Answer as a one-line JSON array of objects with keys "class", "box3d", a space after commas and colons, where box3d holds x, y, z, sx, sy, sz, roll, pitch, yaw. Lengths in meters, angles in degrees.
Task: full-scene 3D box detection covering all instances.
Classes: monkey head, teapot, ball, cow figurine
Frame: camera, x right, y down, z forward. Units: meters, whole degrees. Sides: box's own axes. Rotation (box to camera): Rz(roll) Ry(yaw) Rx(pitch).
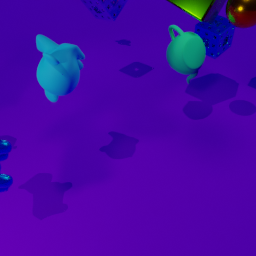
[{"class": "monkey head", "box3d": [-1.400, -1.155, 5.215, 1.109, 1.542, 0.929, 31, 64, -1]}, {"class": "teapot", "box3d": [1.466, -1.866, 7.263, 1.049, 1.688, 0.826, -39, 27, -21]}, {"class": "ball", "box3d": [2.586, -2.633, 6.121, 0.864, 0.864, 0.864, 0, 40, 0]}, {"class": "cow figurine", "box3d": [-2.766, 0.523, 4.845, 1.373, 0.766, 1.395, 2, 64, -31]}]

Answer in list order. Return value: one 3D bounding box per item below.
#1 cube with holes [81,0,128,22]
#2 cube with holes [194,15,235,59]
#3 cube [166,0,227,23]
[{"class": "cube with holes", "box3d": [-0.737, -4.059, 8.750, 0.924, 0.924, 0.924, 26, 82, 39]}, {"class": "cube with holes", "box3d": [2.706, -2.906, 8.840, 0.880, 0.880, 0.880, -39, 57, -23]}, {"class": "cube", "box3d": [1.804, -3.530, 6.950, 1.296, 1.296, 1.296, 37, 30, 12]}]
